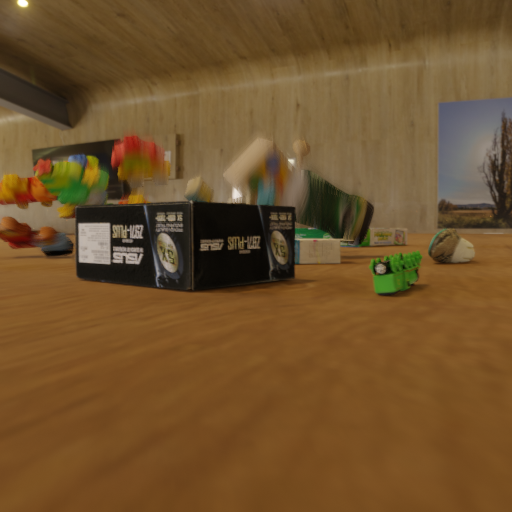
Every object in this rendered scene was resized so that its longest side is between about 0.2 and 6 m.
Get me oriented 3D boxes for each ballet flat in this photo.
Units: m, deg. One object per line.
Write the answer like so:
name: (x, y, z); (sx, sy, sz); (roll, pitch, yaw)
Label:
ballet flat: (3.348, -0.130, 9.431); (0.668, 0.602, 1.774); (24, 10, 20)

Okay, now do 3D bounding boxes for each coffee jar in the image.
coffee jar: (1.395, -0.889, 10.776); (1.875, 0.978, 0.800); (21, -3, -32)

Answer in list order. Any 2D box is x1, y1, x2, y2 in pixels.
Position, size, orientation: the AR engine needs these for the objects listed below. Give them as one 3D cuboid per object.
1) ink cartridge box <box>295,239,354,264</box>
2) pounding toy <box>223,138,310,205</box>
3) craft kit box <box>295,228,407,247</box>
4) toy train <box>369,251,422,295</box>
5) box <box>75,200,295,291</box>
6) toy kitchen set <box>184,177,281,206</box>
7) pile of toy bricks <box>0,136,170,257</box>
ink cartridge box: (0.925, -0.077, 9.143); (1.182, 0.401, 0.681); (-1, 3, -17)
pounding toy: (0.578, -1.827, 12.428); (1.669, 1.900, 0.869); (46, -5, -30)
craft kit box: (2.903, -0.606, 17.682); (2.721, 0.660, 2.688); (3, 2, 44)
toy train: (1.347, 0.156, 5.271); (0.259, 0.350, 1.240); (-8, -1, 28)
box: (-0.797, -0.144, 6.201); (1.939, 0.835, 1.588); (2, 4, 40)
toy kitchen set: (-0.461, -1.073, 11.203); (1.539, 0.907, 1.233); (-17, -39, 24)
pile of toy bricks: (-3.466, -1.257, 10.481); (3.484, 1.933, 1.720); (-5, -26, 5)
